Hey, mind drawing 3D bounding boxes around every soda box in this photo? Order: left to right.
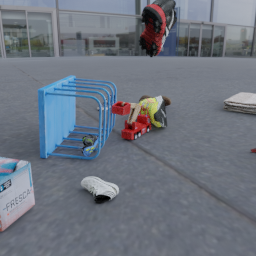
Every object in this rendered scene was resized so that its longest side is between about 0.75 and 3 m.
[{"bbox_3d":[-3.072,0.982,5.053,2.683,0.918,0.853,6,19,18],"label":"soda box"}]

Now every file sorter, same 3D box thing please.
[{"bbox_3d":[-1.299,-0.394,8.017,1.577,1.783,2.570,5,19,6],"label":"file sorter"}]

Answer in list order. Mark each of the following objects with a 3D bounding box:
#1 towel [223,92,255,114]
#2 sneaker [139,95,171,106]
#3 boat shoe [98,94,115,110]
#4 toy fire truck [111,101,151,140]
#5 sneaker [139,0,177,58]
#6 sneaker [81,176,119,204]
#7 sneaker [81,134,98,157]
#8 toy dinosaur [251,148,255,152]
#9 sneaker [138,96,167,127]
[{"bbox_3d":[5.537,-1.163,12.415,1.922,0.500,2.901,13,22,32],"label":"towel"},{"bbox_3d":[1.184,-1.113,12.514,1.482,0.522,0.560,8,39,29],"label":"sneaker"},{"bbox_3d":[-0.921,-1.157,12.263,0.464,0.577,1.243,9,20,26],"label":"boat shoe"},{"bbox_3d":[0.165,-0.300,8.566,0.421,1.217,1.725,12,22,31],"label":"toy fire truck"},{"bbox_3d":[1.205,-3.907,10.923,1.054,1.457,2.982,41,-13,10],"label":"sneaker"},{"bbox_3d":[-0.631,1.192,5.413,0.822,0.310,0.473,10,18,22],"label":"sneaker"},{"bbox_3d":[-1.039,0.425,7.251,0.406,0.347,0.979,33,20,-4],"label":"sneaker"},{"bbox_3d":[4.465,0.826,6.090,1.437,2.737,2.484,22,42,-18],"label":"toy dinosaur"},{"bbox_3d":[0.800,-0.552,10.076,1.116,0.966,2.473,-6,11,4],"label":"sneaker"}]
